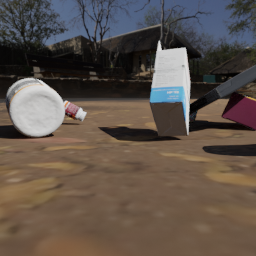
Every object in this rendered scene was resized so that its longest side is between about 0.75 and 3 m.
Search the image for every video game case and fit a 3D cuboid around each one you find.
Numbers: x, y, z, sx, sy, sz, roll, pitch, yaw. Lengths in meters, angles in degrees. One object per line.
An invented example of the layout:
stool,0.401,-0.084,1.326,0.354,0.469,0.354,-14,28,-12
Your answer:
video game case,3.089,-1.274,8.206,2.697,0.344,2.437,-29,-3,-13

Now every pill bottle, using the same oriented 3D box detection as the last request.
pill bottle,-2.499,-0.633,7.326,1.265,1.265,2.174,-4,17,-26
pill bottle,-1.810,-0.537,9.290,0.791,0.447,0.447,27,6,-5

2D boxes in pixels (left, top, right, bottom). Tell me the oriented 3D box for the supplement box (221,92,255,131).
supplement box,3.600,-0.580,8.699,1.037,0.805,1.879,25,15,17

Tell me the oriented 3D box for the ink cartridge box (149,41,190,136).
ink cartridge box,1.053,-0.999,6.589,0.702,2.104,1.218,-2,-37,17

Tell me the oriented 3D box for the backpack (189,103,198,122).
backpack,2.086,-0.596,10.095,0.791,0.696,0.607,15,7,14
